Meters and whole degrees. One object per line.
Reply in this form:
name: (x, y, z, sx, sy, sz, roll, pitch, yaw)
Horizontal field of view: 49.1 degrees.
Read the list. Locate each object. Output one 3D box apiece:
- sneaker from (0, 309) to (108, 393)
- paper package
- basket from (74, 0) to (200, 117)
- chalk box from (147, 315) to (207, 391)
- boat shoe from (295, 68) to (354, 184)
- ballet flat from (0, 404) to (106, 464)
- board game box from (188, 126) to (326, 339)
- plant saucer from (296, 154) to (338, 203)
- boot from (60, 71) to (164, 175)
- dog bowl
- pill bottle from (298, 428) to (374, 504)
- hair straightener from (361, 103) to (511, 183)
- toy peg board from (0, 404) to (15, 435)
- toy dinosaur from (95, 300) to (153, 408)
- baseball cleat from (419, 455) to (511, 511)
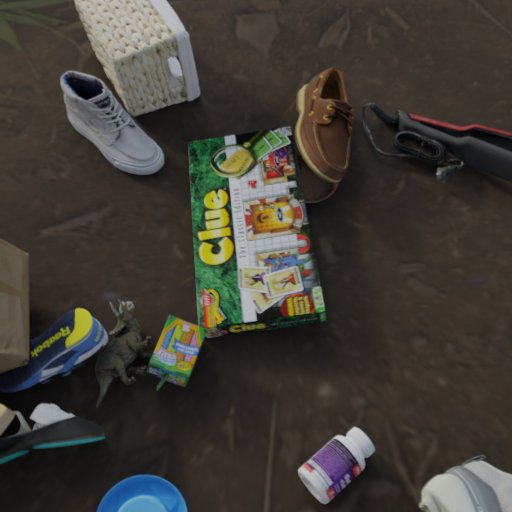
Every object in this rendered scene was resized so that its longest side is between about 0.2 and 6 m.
sneaker: (-3.112, 1.557, 8.572, 1.895, 0.779, 0.701, -29, 59, 7)
paper package: (-4.489, 0.869, 8.430, 1.924, 1.044, 2.019, -21, 61, 14)
basket: (-2.445, -4.338, 11.451, 1.575, 1.730, 2.553, -26, 63, -10)
chalk box: (-1.240, 1.558, 8.508, 0.647, 0.651, 1.044, 21, 62, -3)
boat shoe: (1.340, -2.544, 10.529, 0.972, 0.912, 2.700, 20, 48, -25)
ballet flat: (-3.199, 2.508, 7.935, 2.041, 0.694, 0.698, -13, 76, -8)
board game box: (-0.098, -0.564, 9.823, 2.048, 0.459, 3.910, -10, 60, 5)
plant saucer: (0.958, -1.420, 10.576, 1.164, 0.213, 1.164, 0, 59, 0)
boot: (-2.817, -2.561, 10.676, 2.467, 1.179, 0.907, 34, 65, 18)
dog bowl: (-1.552, 4.014, 7.194, 1.214, 0.540, 2.178, 6, 59, 3)
pill bottle: (1.143, 2.896, 7.827, 1.030, 0.574, 0.574, -36, 66, -18)
hair straightener: (3.593, -2.088, 10.588, 3.561, 0.729, 1.370, 25, 57, 15)
toy peg board: (-4.409, 2.469, 7.309, 1.851, 0.909, 1.859, -1, 48, 48)
toy dinosaur: (-2.097, 1.573, 8.682, 0.856, 0.644, 1.674, 12, 64, 21)
baseball cleat: (3.487, 4.078, 6.806, 1.764, 1.156, 3.315, -22, 64, -15)
